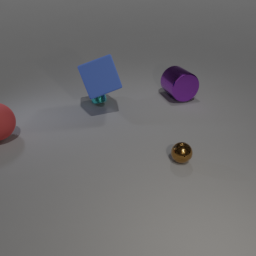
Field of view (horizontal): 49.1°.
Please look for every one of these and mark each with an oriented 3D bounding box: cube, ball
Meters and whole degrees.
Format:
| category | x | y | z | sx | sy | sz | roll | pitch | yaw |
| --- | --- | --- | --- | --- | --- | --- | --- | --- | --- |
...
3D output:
| category | x | y | z | sx | sy | sz | roll | pitch | yaw |
| --- | --- | --- | --- | --- | --- | --- | --- | --- | --- |
| cube | -1.189 | -2.155 | 11.690 | 1.400 | 1.400 | 1.400 | -21 | 15 | -3 |
| ball | 1.766 | 0.810 | 9.198 | 0.700 | 0.700 | 0.700 | 0 | 30 | 0 |
| ball | -4.826 | -0.223 | 10.175 | 1.400 | 1.400 | 1.400 | 0 | 30 | 0 |

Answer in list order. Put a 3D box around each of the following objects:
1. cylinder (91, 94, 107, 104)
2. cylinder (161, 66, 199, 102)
| category | x | y | z | sx | sy | sz | roll | pitch | yaw |
| --- | --- | --- | --- | --- | --- | --- | --- | --- | --- |
| cylinder | -1.393 | -1.529 | 13.047 | 0.700 | 0.700 | 0.700 | -11 | 11 | 2 |
| cylinder | 2.482 | -2.154 | 13.540 | 1.400 | 1.400 | 1.400 | -9 | 30 | -16 |
